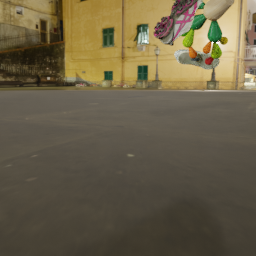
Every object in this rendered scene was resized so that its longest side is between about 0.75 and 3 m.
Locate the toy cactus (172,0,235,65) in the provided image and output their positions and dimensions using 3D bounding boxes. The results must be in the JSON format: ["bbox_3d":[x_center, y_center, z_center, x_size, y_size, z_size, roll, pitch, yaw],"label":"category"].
[{"bbox_3d":[2.497,-3.503,8.947,1.399,2.736,2.257,-30,4,-26],"label":"toy cactus"}]

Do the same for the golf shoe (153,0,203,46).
[{"bbox_3d":[1.288,-2.610,6.589,0.681,1.478,0.537,21,36,-40],"label":"golf shoe"}]

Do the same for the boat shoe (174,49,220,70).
[{"bbox_3d":[2.500,-2.572,10.192,1.734,0.605,0.618,4,34,-19],"label":"boat shoe"}]
